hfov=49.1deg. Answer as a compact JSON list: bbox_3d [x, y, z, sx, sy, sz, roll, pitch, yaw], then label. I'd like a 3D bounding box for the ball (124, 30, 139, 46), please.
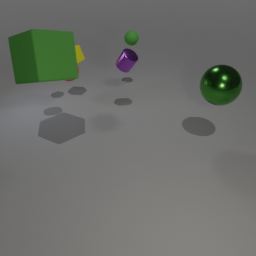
[{"bbox_3d":[0.174,-4.352,13.557,0.700,0.700,0.700,0,32,0],"label":"ball"}]

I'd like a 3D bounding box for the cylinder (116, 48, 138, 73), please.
[{"bbox_3d":[-0.051,-2.747,11.426,0.700,0.700,0.700,19,50,-23],"label":"cylinder"}]

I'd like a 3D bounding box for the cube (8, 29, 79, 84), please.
[{"bbox_3d":[-2.526,-2.105,8.436,1.400,1.400,1.400,4,14,42],"label":"cube"}]

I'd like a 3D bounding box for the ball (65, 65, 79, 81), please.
[{"bbox_3d":[-2.006,-1.934,9.478,0.700,0.700,0.700,0,32,0],"label":"ball"}]

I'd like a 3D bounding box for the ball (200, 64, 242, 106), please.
[{"bbox_3d":[3.187,-1.470,9.642,1.400,1.400,1.400,0,32,0],"label":"ball"}]

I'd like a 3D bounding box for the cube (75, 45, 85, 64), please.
[{"bbox_3d":[-2.526,-3.284,12.764,0.700,0.700,0.700,-10,24,26],"label":"cube"}]
